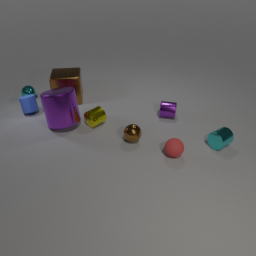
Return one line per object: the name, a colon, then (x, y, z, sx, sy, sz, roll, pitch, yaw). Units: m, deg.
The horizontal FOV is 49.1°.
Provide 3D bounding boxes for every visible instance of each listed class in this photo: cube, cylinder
cube: (-2.985, -2.050, 13.729, 1.400, 1.400, 1.400, -4, 32, -6)
cylinder: (3.467, 0.386, 10.499, 0.700, 0.700, 0.700, -23, 39, -32)
cylinder: (-4.483, -1.093, 12.669, 0.700, 0.700, 0.700, -10, 19, 3)
cylinder: (1.777, -0.817, 12.414, 0.700, 0.700, 0.700, 7, 33, 10)
cylinder: (-1.384, -0.477, 11.804, 0.700, 0.700, 0.700, -31, 43, -29)
cylinder: (-2.770, -0.854, 11.579, 1.400, 1.400, 1.400, -7, 22, 3)

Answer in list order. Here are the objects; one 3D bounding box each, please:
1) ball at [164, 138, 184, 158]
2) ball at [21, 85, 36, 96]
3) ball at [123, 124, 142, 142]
ball: (1.655, 0.703, 10.007, 0.700, 0.700, 0.700, 0, 32, 0)
ball: (-4.953, -1.771, 13.943, 0.700, 0.700, 0.700, 0, 32, 0)
ball: (0.175, 0.190, 10.765, 0.700, 0.700, 0.700, 0, 32, 0)
